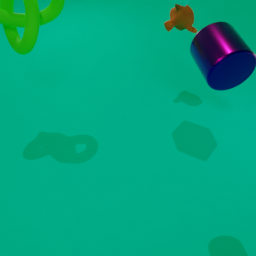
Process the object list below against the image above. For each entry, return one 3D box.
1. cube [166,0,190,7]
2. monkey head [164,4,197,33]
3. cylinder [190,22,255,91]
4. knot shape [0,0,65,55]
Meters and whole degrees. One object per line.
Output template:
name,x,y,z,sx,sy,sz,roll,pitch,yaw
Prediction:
cube,1.175,-3.547,6.512,0.850,0.850,0.850,26,67,16
monkey head,1.513,-3.201,8.219,0.842,1.171,0.705,-42,19,-27
cylinder,1.423,-1.086,4.260,0.750,0.750,0.750,-9,53,-9
knot shape,-2.655,-2.920,6.490,1.908,2.039,0.942,34,20,-8
